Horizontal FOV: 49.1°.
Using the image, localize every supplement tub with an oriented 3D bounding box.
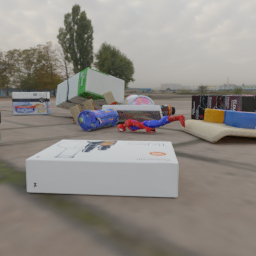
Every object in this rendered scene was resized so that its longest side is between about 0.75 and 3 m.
[{"bbox_3d":[1.617,-0.778,12.805,1.052,0.563,0.563,-1,7,-16],"label":"supplement tub"}]

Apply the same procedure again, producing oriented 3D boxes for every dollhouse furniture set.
[{"bbox_3d":[-1.225,-0.633,10.317,1.723,0.897,1.742,-24,9,-3],"label":"dollhouse furniture set"}]

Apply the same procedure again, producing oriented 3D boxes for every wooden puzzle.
[{"bbox_3d":[2.961,-0.132,6.940,2.746,0.636,2.543,-1,7,-6],"label":"wooden puzzle"}]

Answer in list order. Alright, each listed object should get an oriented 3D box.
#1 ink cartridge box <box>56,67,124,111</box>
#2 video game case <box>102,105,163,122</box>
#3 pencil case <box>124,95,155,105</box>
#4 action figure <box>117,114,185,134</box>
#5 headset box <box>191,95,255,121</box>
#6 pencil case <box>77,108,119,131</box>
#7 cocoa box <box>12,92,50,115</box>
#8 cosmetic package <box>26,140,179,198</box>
[{"bbox_3d":[-1.705,-1.486,12.216,1.937,1.097,2.642,14,-18,-39],"label":"ink cartridge box"},{"bbox_3d":[0.230,-0.475,9.716,1.880,0.216,1.713,1,-11,11],"label":"video game case"},{"bbox_3d":[0.435,-0.865,11.694,1.091,1.000,2.406,16,5,-6],"label":"pencil case"},{"bbox_3d":[0.570,-0.072,7.399,1.803,0.466,0.590,-3,0,18],"label":"action figure"},{"bbox_3d":[3.910,-0.695,10.098,1.998,1.008,2.688,-3,8,-27],"label":"headset box"},{"bbox_3d":[-0.825,-0.274,8.321,0.660,0.593,1.521,-4,4,28],"label":"pencil case"},{"bbox_3d":[-4.964,-1.269,14.445,1.729,1.135,1.153,-1,7,-10],"label":"cocoa box"},{"bbox_3d":[-0.224,0.427,3.360,1.559,0.403,1.175,1,10,5],"label":"cosmetic package"}]
